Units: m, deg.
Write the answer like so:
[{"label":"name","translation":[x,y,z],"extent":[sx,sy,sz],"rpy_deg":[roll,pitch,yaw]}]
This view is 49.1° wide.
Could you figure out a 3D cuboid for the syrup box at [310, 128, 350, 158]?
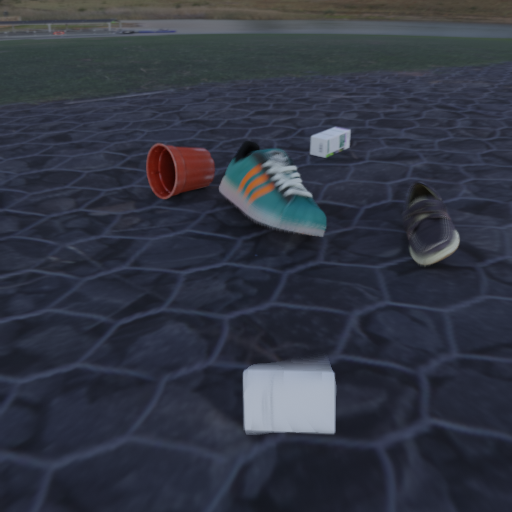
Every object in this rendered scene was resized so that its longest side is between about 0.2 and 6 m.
[{"label":"syrup box","translation":[2.118,-3.237,15.938],"extent":[0.547,0.529,1.342],"rpy_deg":[20,33,34]}]

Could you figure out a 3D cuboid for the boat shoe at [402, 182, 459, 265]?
[{"label":"boat shoe","translation":[3.101,-0.670,10.318],"extent":[0.895,0.807,2.489],"rpy_deg":[-26,19,24]}]

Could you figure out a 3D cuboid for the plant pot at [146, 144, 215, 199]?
[{"label":"plant pot","translation":[-1.690,-1.998,12.941],"extent":[1.206,1.240,1.240],"rpy_deg":[-14,29,-40]}]

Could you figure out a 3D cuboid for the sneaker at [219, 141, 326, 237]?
[{"label":"sneaker","translation":[0.337,-1.443,11.266],"extent":[1.198,1.341,3.356],"rpy_deg":[8,19,-36]}]

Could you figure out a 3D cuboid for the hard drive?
[{"label":"hard drive","translation":[0.365,1.613,6.215],"extent":[0.999,0.659,0.133],"rpy_deg":[0,6,9]}]
